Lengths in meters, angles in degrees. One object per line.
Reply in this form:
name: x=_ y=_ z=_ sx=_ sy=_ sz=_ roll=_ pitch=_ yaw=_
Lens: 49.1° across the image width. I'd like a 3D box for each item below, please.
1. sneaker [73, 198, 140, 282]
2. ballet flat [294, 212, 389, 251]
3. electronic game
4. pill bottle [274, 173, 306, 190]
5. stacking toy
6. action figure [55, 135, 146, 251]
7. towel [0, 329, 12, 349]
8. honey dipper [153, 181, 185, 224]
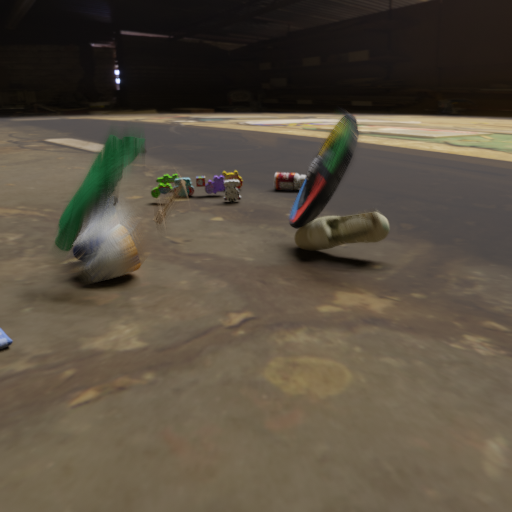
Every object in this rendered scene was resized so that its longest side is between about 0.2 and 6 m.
sneaker: x=-2.881 y=-0.402 z=10.022 sx=0.973 sy=0.831 sz=2.208 roll=-23 pitch=43 yaw=-16
ballet flat: x=1.550 y=-0.506 z=10.749 sx=1.941 sy=0.674 sz=0.674 roll=-9 pitch=13 yaw=25
electronic game: x=1.269 y=-1.624 z=10.865 sx=0.502 sy=2.411 sz=2.411 roll=27 pitch=17 yaw=-6
pill bottle: x=1.026 y=-2.233 z=16.864 sx=0.926 sy=0.507 sz=0.507 roll=4 pitch=19 yaw=12
stacking toy: x=-1.652 y=-1.963 z=16.061 sx=2.591 sy=0.609 sz=1.954 roll=-3 pitch=17 yaw=-2
action figure: x=-2.691 y=-1.033 z=9.418 sx=1.296 sy=0.600 sz=2.194 roll=9 pitch=63 yaw=52
towel: x=-4.355 y=1.123 z=7.069 sx=2.024 sy=0.241 sz=1.486 roll=-15 pitch=24 yaw=-39
honey dipper: x=-1.479 y=-0.933 z=9.608 sx=0.161 sy=0.848 sz=0.161 roll=32 pitch=-3 yaw=2
